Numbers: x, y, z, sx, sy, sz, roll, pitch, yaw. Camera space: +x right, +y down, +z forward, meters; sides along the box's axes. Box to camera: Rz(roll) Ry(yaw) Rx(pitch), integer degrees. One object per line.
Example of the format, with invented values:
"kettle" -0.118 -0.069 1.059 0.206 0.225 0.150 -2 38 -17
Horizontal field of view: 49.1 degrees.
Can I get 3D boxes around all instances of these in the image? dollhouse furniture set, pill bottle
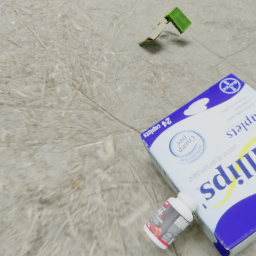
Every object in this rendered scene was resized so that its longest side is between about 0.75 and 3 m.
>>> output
"dollhouse furniture set" 1.331 -3.474 10.340 0.836 1.091 1.666 45 80 -14
"pill bottle" 0.754 1.524 4.744 0.941 0.521 0.521 -47 60 -2

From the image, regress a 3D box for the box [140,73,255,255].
"box" 2.149 0.704 5.939 2.619 1.494 2.848 -34 56 -5
